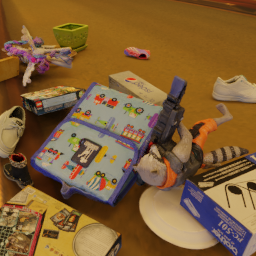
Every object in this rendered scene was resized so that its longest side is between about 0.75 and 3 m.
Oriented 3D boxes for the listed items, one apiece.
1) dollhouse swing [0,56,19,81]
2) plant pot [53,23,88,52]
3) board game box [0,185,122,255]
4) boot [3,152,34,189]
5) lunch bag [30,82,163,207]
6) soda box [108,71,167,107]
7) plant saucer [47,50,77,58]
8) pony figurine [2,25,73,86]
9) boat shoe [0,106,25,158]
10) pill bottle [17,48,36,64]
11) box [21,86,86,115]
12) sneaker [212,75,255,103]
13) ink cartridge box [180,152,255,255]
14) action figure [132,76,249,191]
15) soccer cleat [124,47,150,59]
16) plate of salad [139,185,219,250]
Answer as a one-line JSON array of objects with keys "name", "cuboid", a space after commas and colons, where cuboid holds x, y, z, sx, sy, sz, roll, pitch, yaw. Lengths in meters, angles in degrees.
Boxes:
[{"name": "dollhouse swing", "cuboid": [-5.222, -2.456, 11.032, 1.173, 1.212, 1.334, 39, 46, 17]}, {"name": "plant pot", "cuboid": [-2.818, -4.499, 14.067, 1.307, 1.186, 1.300, 18, 37, 25]}, {"name": "board game box", "cuboid": [-1.443, 1.956, 4.745, 2.232, 0.386, 1.512, 19, 37, 26]}, {"name": "boot", "cuboid": [-2.469, 0.825, 6.154, 1.019, 0.769, 0.368, 26, 41, 34]}, {"name": "lunch bag", "cuboid": [-0.644, 0.480, 6.462, 2.130, 1.331, 2.830, 22, 51, 20]}, {"name": "soda box", "cuboid": [0.317, -1.025, 9.012, 0.854, 0.793, 2.501, -19, 37, -26]}, {"name": "plant saucer", "cuboid": [-3.111, -3.407, 13.234, 1.368, 0.242, 1.368, 0, 33, 0]}, {"name": "pony figurine", "cuboid": [-3.563, -2.874, 11.137, 2.604, 2.169, 2.514, -1, 20, -26]}, {"name": "boat shoe", "cuboid": [-3.059, -0.019, 7.305, 0.689, 0.675, 1.934, -38, 33, 11]}, {"name": "pill bottle", "cuboid": [-4.488, -3.189, 12.577, 0.582, 0.582, 1.045, -28, 42, -36]}, {"name": "box", "cuboid": [-2.322, -0.909, 8.592, 1.482, 0.409, 2.170, -19, 19, -26]}, {"name": "sneaker", "cuboid": [3.930, -1.384, 9.499, 1.979, 0.875, 0.744, 0, 31, 0]}, {"name": "ink cartridge box", "cuboid": [2.577, 1.192, 5.352, 2.985, 0.660, 1.403, -12, 34, -32]}, {"name": "action figure", "cuboid": [1.181, 0.304, 5.299, 2.447, 2.530, 1.323, -21, 49, -33]}, {"name": "soccer cleat", "cuboid": [0.401, -3.523, 13.279, 1.339, 0.446, 0.512, 12, 44, 17]}, {"name": "plate of salad", "cuboid": [0.987, 1.613, 5.218, 1.607, 0.386, 1.607, 8, 28, -4]}]
